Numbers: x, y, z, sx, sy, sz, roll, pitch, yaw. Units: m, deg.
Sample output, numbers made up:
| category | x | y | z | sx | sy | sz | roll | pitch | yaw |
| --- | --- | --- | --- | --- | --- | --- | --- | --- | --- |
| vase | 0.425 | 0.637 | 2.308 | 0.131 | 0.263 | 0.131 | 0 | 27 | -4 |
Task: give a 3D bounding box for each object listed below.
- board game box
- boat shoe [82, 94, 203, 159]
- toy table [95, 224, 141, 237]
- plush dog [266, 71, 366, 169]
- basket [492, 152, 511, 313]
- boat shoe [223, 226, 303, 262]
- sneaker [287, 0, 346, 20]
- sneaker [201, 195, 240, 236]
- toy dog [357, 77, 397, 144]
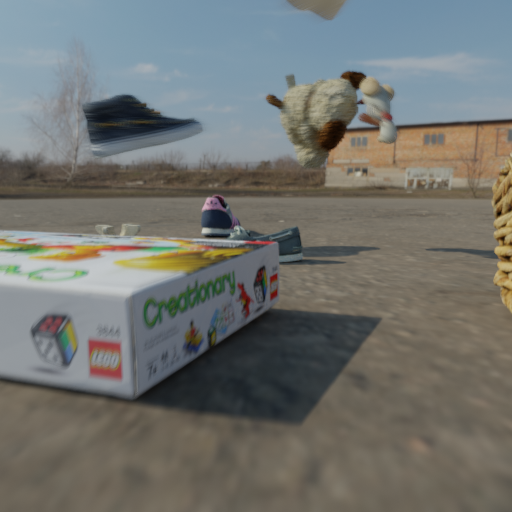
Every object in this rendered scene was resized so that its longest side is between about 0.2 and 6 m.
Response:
| category | x | y | z | sx | sy | sz | roll | pitch | yaw |
| --- | --- | --- | --- | --- | --- | --- | --- | --- | --- |
| board game box | -2.460 | 0.297 | 5.879 | 4.745 | 0.821 | 2.995 | 3 | 9 | 20 |
| boat shoe | -2.514 | -3.092 | 12.701 | 2.719 | 1.234 | 0.962 | -20 | 14 | -30 |
| toy table | -2.763 | -0.310 | 11.328 | 1.073 | 0.628 | 0.986 | 0 | 7 | 6 |
| plush dog | 1.405 | -3.177 | 12.048 | 1.788 | 2.229 | 1.914 | 25 | -11 | -34 |
| basket | 4.625 | 0.139 | 5.706 | 3.890 | 2.898 | 2.777 | 1 | -25 | 5 |
| boat shoe | -0.213 | -0.235 | 10.523 | 2.186 | 0.675 | 0.796 | 0 | 8 | -3 |
| sneaker | 0.836 | -3.972 | 8.046 | 0.756 | 0.650 | 1.787 | -41 | -12 | 33 |
| sneaker | -0.963 | -1.191 | 16.054 | 0.949 | 1.109 | 2.704 | 0 | 8 | 4 |
| toy dog | 2.298 | -2.783 | 10.915 | 0.940 | 1.425 | 0.686 | 33 | -40 | -26 |
